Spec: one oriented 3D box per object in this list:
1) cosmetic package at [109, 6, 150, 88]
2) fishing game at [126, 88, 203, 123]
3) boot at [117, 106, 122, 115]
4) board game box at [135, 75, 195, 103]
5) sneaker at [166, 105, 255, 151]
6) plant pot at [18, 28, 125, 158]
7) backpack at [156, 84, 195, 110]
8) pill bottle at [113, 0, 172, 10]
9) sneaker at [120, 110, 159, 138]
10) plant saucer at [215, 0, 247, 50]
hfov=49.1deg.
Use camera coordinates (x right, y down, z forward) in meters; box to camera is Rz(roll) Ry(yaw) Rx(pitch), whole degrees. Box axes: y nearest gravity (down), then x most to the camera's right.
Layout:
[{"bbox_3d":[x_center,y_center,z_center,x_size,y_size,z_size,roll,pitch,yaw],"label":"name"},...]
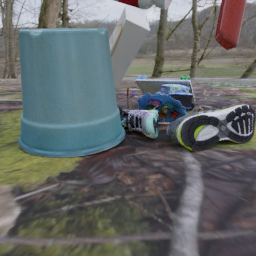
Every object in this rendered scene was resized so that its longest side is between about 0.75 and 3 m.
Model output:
[{"bbox_3d":[-0.228,-2.741,9.666,0.874,2.392,1.239,19,38,-19],"label":"cosmetic package"},{"bbox_3d":[1.030,-0.517,8.814,2.379,0.370,1.703,17,-24,8],"label":"fishing game"},{"bbox_3d":[-1.048,-0.518,10.148,1.465,0.542,1.200,8,20,34],"label":"boot"},{"bbox_3d":[1.950,-1.921,14.017,2.597,0.336,2.596,4,-16,20],"label":"board game box"},{"bbox_3d":[2.183,-0.103,7.196,2.737,1.011,1.108,-5,10,-27],"label":"sneaker"},{"bbox_3d":[-1.415,-1.030,6.769,2.678,2.623,2.678,0,21,0],"label":"plant pot"},{"bbox_3d":[2.005,-1.407,12.656,1.417,1.138,1.549,-3,8,-28],"label":"backpack"},{"bbox_3d":[0.119,-3.200,6.098,1.773,0.995,0.995,22,18,13],"label":"pill bottle"},{"bbox_3d":[0.163,-0.134,7.971,1.407,0.782,2.012,0,3,7],"label":"sneaker"},{"bbox_3d":[2.266,-2.861,6.054,0.405,2.202,2.206,10,16,13],"label":"plant saucer"}]
